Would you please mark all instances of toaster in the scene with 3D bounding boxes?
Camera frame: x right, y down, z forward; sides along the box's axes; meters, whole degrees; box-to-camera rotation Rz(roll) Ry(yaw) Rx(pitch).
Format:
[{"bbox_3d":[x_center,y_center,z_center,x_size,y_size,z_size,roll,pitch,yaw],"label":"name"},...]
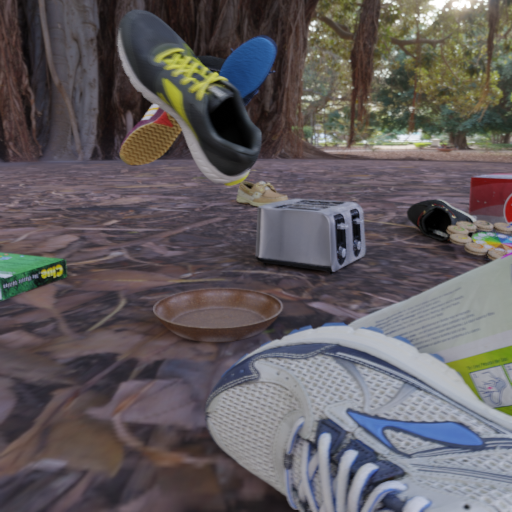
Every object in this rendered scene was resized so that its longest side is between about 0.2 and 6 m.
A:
[{"bbox_3d":[0.997,-0.427,10.736,1.915,1.136,1.731,7,14,31],"label":"toaster"}]

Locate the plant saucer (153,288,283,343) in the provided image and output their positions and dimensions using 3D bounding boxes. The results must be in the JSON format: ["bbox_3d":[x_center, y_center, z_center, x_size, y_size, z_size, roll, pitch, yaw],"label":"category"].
[{"bbox_3d":[-0.490,0.776,7.277,1.668,0.305,1.668,1,12,0],"label":"plant saucer"}]

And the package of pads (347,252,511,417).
[{"bbox_3d":[2.427,0.533,4.399,3.055,1.042,2.360,-5,-19,-31],"label":"package of pads"}]

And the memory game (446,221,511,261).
[{"bbox_3d":[5.005,-0.304,11.430,2.191,0.140,2.191,5,24,-2],"label":"memory game"}]

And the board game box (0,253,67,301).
[{"bbox_3d":[-5.226,0.258,9.429,3.536,0.415,1.853,5,11,21],"label":"board game box"}]

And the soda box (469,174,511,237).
[{"bbox_3d":[7.077,-1.015,12.484,1.368,1.510,4.313,-12,17,-43],"label":"soda box"}]

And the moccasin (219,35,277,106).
[{"bbox_3d":[-0.351,-3.299,10.567,2.170,0.873,0.740,-40,8,38],"label":"moccasin"}]

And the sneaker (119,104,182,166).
[{"bbox_3d":[-2.282,-3.110,13.273,2.428,0.910,1.094,-43,29,0],"label":"sneaker"}]

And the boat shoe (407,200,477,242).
[{"bbox_3d":[4.269,-0.888,13.413,0.727,0.849,2.321,4,15,-18],"label":"boat shoe"}]

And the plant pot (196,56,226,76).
[{"bbox_3d":[-1.078,-4.275,14.109,1.440,1.437,1.278,17,42,14],"label":"plant pot"}]

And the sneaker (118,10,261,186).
[{"bbox_3d":[-0.873,-2.529,8.478,1.126,3.024,1.279,-43,10,-24],"label":"sneaker"}]

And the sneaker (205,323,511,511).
[{"bbox_3d":[0.840,1.289,2.999,3.262,1.257,1.390,9,19,36],"label":"sneaker"}]

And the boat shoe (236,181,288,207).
[{"bbox_3d":[0.154,-2.119,19.000,0.905,0.812,2.446,-11,17,-40],"label":"boat shoe"}]
